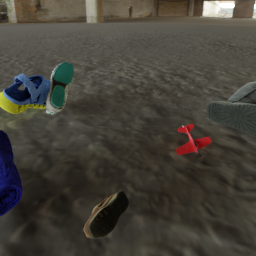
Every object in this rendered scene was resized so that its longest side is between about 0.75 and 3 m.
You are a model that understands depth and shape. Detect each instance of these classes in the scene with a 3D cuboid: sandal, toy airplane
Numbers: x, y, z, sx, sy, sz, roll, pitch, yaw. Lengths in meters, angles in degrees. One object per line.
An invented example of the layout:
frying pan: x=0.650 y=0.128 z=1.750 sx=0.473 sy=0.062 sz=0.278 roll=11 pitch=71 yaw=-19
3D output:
sandal: x=-3.209 y=-1.324 z=9.716 sx=1.109 sy=1.215 sz=2.790 roll=41 pitch=21 yaw=-1
toy airplane: x=1.702 y=0.305 z=7.441 sx=1.036 sy=0.190 sz=1.036 roll=0 pitch=63 yaw=0

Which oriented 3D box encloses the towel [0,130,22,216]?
towel: x=-3.089 y=1.013 z=5.313 sx=1.961 sy=0.658 sz=2.655 roll=-23 pitch=31 yaw=-18

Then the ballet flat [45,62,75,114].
ballet flat: x=-2.548 y=-1.433 z=10.144 sx=0.821 sy=0.821 sz=2.287 roll=3 pitch=54 yaw=7

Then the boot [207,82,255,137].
boot: x=4.326 y=-0.735 z=9.267 sx=2.816 sy=1.022 sz=2.561 roll=-17 pitch=32 yaw=-37

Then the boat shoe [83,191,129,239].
boat shoe: x=-0.409 y=1.517 z=4.895 sx=0.422 sy=0.432 sz=1.143 roll=-17 pitch=7 yaw=33
